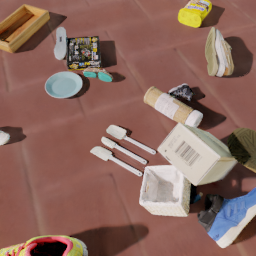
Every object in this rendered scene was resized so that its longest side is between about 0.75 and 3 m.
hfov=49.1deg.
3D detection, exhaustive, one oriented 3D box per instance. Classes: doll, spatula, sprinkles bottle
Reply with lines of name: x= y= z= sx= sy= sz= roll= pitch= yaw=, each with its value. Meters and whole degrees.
doll: x=1.713 y=1.817 z=8.371 sx=1.032 sy=0.367 sz=1.513 roll=5 pitch=57 yaw=12
spatula: x=-0.113 y=0.722 z=9.326 sx=1.910 sy=0.153 sz=1.328 roll=26 pitch=57 yaw=18
sprinkles bottle: x=1.584 y=-0.709 z=10.022 sx=2.122 sy=0.724 sz=0.724 roll=34 pitch=60 yaw=23

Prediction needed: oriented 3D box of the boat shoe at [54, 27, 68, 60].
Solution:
boat shoe: x=-2.889 y=-3.634 z=12.381 sx=0.521 sy=0.668 sz=1.471 roll=2 pitch=80 yaw=2

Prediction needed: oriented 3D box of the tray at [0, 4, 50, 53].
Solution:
tray: x=-5.123 y=-4.709 z=13.136 sx=1.441 sy=0.541 sz=2.921 roll=21 pitch=57 yaw=14

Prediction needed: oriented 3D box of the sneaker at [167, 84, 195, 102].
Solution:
sneaker: x=2.014 y=-1.240 z=10.593 sx=1.161 sy=0.438 sz=0.660 roll=-29 pitch=56 yaw=-22

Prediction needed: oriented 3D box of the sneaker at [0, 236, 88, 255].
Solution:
sneaker: x=-2.484 y=3.182 z=6.779 sx=2.867 sy=1.295 sz=1.120 roll=-15 pitch=56 yaw=-9

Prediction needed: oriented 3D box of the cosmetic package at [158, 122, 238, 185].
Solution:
cosmetic package: x=2.074 y=0.739 z=7.792 sx=1.371 sy=2.648 sz=0.968 roll=44 pitch=107 yaw=26

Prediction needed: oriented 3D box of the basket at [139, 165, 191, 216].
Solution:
basket: x=1.077 y=1.775 z=7.844 sx=1.197 sy=0.963 sz=1.187 roll=-4 pitch=51 yaw=24

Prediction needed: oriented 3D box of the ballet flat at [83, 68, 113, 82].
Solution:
ballet flat: x=-1.162 y=-2.221 z=11.353 sx=1.307 sy=0.445 sz=0.439 roll=16 pitch=46 yaw=10

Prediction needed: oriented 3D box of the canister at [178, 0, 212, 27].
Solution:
canister: x=3.323 y=-5.750 z=13.818 sx=1.179 sy=0.687 sz=1.587 roll=25 pitch=56 yaw=18

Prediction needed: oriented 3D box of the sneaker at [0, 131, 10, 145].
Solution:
sneaker: x=-4.637 y=0.209 z=9.439 sx=1.333 sy=0.580 sz=0.496 roll=10 pitch=53 yaw=6

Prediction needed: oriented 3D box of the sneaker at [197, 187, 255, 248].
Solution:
sneaker: x=2.869 y=2.111 z=7.852 sx=2.184 sy=0.838 sz=1.215 roll=-40 pitch=71 yaw=-18

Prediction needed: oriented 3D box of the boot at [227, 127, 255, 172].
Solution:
boot: x=4.094 y=1.317 z=7.633 sx=0.891 sy=2.693 sz=2.358 roll=-47 pitch=38 yaw=12

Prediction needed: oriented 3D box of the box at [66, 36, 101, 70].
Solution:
box: x=-1.908 y=-3.264 z=12.117 sx=1.417 sy=0.438 sz=1.775 roll=-4 pitch=53 yaw=-5

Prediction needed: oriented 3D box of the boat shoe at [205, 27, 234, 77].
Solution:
boat shoe: x=3.842 y=-3.171 z=11.799 sx=0.885 sy=0.967 sz=2.587 roll=8 pitch=60 yaw=-2

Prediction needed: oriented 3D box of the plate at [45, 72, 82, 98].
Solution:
plate: x=-2.528 y=-1.674 z=11.085 sx=1.461 sy=0.187 sz=1.461 roll=-1 pitch=53 yaw=1
